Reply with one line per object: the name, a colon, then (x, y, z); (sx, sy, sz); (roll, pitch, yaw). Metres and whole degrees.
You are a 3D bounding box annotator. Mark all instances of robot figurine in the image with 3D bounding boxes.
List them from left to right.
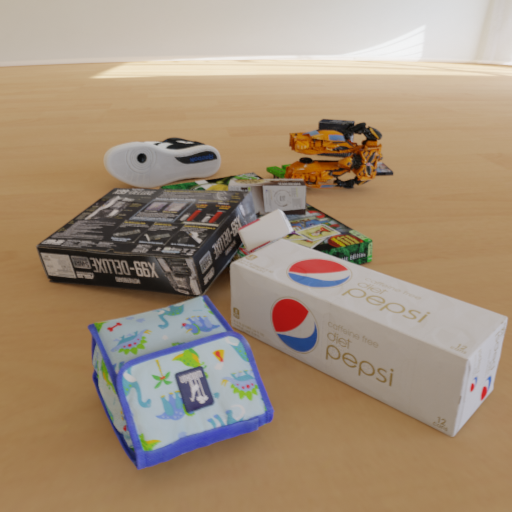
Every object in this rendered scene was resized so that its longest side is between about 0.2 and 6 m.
robot figurine: (2.046, -2.442, 14.181); (2.540, 1.841, 0.739); (-2, 36, -11)

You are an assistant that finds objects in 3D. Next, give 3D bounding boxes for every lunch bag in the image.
lunch bag: (-0.946, 1.489, 6.657); (1.649, 1.236, 1.940); (-13, 38, -26)

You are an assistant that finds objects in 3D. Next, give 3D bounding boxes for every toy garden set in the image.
toy garden set: (1.424, -2.223, 15.482); (1.816, 0.362, 1.514); (-12, 26, -25)

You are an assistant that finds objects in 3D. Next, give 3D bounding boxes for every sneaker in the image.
sneaker: (-2.813, -2.675, 15.656); (3.259, 1.191, 1.823); (-6, 21, -30)

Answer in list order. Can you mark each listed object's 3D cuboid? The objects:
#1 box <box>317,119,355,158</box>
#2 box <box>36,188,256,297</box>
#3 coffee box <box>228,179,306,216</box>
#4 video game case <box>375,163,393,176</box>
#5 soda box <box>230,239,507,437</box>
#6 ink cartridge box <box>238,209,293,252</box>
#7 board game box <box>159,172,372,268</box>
box: (2.533, -3.752, 17.832); (1.062, 1.081, 0.670); (8, 25, 16)
box: (-1.919, -0.386, 10.268); (3.187, 0.793, 2.513); (4, 32, 22)
coffee box: (0.229, -1.230, 11.638); (1.579, 0.630, 0.892); (0, 16, 1)
video game case: (3.416, -2.533, 16.365); (0.897, 0.127, 0.993); (-2, 25, -6)
soda box: (1.346, 0.919, 7.789); (3.684, 1.173, 1.255); (20, 32, 38)
ink cartridge box: (0.173, -0.426, 9.537); (0.786, 0.456, 1.065); (-27, 1, 6)
board game box: (-0.063, -0.777, 12.155); (2.626, 0.588, 5.012); (-15, 29, -24)
